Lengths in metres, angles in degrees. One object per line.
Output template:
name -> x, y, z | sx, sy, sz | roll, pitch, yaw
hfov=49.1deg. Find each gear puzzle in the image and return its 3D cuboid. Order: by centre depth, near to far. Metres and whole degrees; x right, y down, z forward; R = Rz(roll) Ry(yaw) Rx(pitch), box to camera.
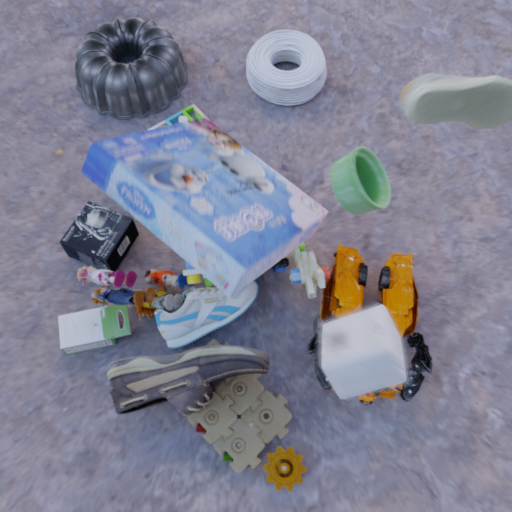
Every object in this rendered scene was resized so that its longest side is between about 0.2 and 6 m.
gear puzzle -> -0.209, 2.921, 10.029 | 2.943, 0.385, 1.524 | 41, 77, 20

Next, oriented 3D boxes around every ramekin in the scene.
ramekin -> 1.555, -1.100, 8.440 | 0.481, 0.984, 0.984 | -22, 53, 40

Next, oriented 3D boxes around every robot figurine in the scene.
robot figurine -> 2.147, 1.318, 10.577 | 2.243, 0.900, 3.093 | 8, 62, 4

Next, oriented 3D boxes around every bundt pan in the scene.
bundt pan -> -3.106, -4.731, 13.664 | 2.831, 1.062, 2.831 | 0, 63, 0

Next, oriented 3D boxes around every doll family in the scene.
doll family -> -2.327, 0.731, 10.475 | 1.398, 2.253, 1.015 | 2, 87, 41

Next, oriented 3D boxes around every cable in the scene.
cable -> 0.761, -4.655, 13.814 | 2.005, 0.694, 2.006 | -41, 70, -19

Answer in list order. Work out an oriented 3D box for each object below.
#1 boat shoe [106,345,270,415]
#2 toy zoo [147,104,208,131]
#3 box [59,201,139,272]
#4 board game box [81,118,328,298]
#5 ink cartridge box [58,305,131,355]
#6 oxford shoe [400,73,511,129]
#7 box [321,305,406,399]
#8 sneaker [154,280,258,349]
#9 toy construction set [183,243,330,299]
boat shoe -> -1.158, 2.214, 9.746 | 2.948, 1.098, 1.081 | -10, 73, 14
toy zoo -> -1.818, -2.859, 13.179 | 1.580, 0.162, 1.037 | -35, 68, -17
box -> -3.218, -0.369, 11.587 | 1.098, 0.692, 1.117 | 21, 64, 13
board game box -> -0.702, -1.066, 9.656 | 3.160, 0.689, 3.175 | 40, 34, 11
ink cartridge box -> -3.088, 1.402, 10.812 | 1.332, 0.395, 0.692 | -12, 63, -6
oxford shoe -> 3.377, -2.566, 9.128 | 2.371, 0.891, 0.685 | -5, 38, -18
box -> 1.378, 1.242, 7.279 | 0.916, 0.599, 0.911 | -21, 26, 19
sneaker -> -0.912, 0.930, 10.696 | 2.077, 0.795, 0.839 | -29, 103, -15
toy construction set -> -0.002, 0.054, 10.719 | 2.790, 1.829, 1.285 | 7, 86, -3
